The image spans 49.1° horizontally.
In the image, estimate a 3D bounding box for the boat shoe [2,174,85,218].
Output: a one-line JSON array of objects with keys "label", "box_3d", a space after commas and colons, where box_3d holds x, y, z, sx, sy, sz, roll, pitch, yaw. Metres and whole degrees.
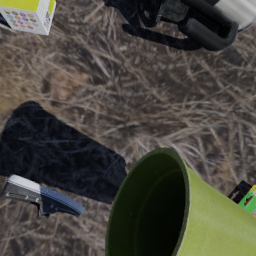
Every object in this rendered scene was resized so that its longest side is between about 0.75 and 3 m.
[{"label": "boat shoe", "box_3d": [-1.905, 1.686, 6.291, 1.870, 0.654, 0.620, 30, 62, -17]}]

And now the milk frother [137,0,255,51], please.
[{"label": "milk frother", "box_3d": [2.075, -3.892, 8.552, 2.700, 2.871, 2.591, 15, 108, -34]}]

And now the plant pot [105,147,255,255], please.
[{"label": "plant pot", "box_3d": [1.136, 1.856, 5.010, 2.258, 2.377, 2.377, 25, 76, -22]}]

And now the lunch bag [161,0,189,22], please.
[{"label": "lunch bag", "box_3d": [1.624, -4.398, 8.939, 1.024, 1.232, 1.469, 25, 78, 6]}]

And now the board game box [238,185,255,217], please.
[{"label": "board game box", "box_3d": [4.023, 2.690, 7.718, 2.212, 0.332, 1.057, 44, 79, 6]}]

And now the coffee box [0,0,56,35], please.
[{"label": "coffee box", "box_3d": [-3.135, -3.892, 8.811, 1.255, 1.243, 1.257, 10, 77, 2]}]
